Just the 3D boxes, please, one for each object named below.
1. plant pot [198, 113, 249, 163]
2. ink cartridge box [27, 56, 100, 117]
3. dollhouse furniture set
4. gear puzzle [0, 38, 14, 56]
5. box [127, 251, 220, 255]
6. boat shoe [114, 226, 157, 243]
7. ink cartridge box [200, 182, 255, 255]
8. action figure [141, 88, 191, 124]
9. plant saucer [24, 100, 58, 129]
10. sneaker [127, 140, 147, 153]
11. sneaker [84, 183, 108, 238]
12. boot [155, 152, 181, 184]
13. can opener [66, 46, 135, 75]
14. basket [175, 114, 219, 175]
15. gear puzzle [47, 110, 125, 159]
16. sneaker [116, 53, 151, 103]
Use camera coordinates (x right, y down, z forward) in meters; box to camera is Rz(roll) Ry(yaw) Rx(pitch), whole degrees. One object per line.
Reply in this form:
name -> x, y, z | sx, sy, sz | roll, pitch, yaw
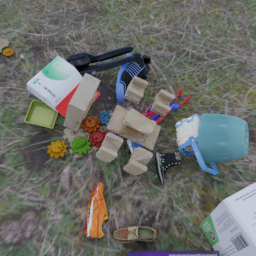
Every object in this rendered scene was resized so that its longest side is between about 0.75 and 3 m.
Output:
plant pot -> 2.817, 0.286, 8.117 | 1.193, 1.486, 1.486 | -2, 53, 30
ink cartridge box -> -2.248, -1.410, 10.023 | 2.071, 0.519, 1.667 | 35, 63, 6
dollhouse furniture set -> -0.435, -0.222, 8.971 | 2.873, 1.870, 2.639 | 26, 67, -8
gear puzzle -> -5.545, -3.457, 11.846 | 1.834, 0.240, 0.950 | 25, 58, 12
box -> 1.098, 3.809, 6.659 | 2.235, 0.881, 1.577 | -1, 59, -1
boat shoe -> 0.196, 2.826, 7.550 | 1.168, 0.431, 0.442 | -3, 57, -2
ink cartridge box -> 3.146, 2.993, 6.454 | 1.180, 2.035, 2.811 | -20, 59, -18
action figure -> 1.162, -0.660, 9.819 | 2.233, 0.577, 0.730 | -34, 65, -17
plant saucer -> -2.968, -0.435, 9.722 | 0.975, 0.234, 0.977 | 14, 56, -9
sneaker -> 0.416, 0.747, 8.924 | 0.616, 0.425, 1.108 | -20, 52, -3
sneaker -> -0.844, 2.311, 7.927 | 0.597, 0.565, 1.548 | 16, 59, -17
boot -> 1.274, 1.190, 8.660 | 0.790, 0.377, 1.046 | -4, 55, -3
can opener -> -0.980, -2.461, 10.449 | 2.592, 1.019, 0.822 | -5, 95, 14
basket -> 2.181, 0.559, 8.439 | 1.177, 1.493, 1.693 | -31, 61, 19
gear puzzle -> -1.459, 0.213, 9.323 | 2.641, 0.346, 1.368 | -23, 60, -15
sneaker -> 0.229, -1.914, 10.416 | 0.962, 0.866, 2.470 | 6, 55, 13
